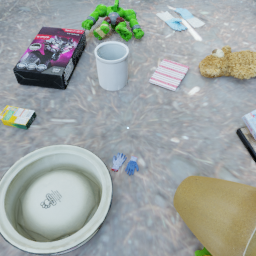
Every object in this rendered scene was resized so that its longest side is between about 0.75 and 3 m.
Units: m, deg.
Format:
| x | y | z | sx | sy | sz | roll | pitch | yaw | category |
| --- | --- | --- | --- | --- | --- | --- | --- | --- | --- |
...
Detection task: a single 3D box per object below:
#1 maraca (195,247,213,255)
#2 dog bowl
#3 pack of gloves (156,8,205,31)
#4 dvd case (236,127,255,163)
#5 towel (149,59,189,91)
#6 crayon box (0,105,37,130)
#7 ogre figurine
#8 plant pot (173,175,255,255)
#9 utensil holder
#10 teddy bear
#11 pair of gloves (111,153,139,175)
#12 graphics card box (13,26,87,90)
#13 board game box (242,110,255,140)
| x | y | z | sx | sy | sz | roll | pitch | yaw | category |
| --- | --- | --- | --- | --- | --- | --- | --- | --- | --- |
| 1.722 | 3.039 | 5.883 | 0.971 | 0.758 | 1.417 | -6 | 22 | 27 | maraca |
| -1.700 | 1.765 | 6.806 | 2.733 | 1.008 | 2.733 | 0 | 51 | 0 | dog bowl |
| 2.441 | -5.159 | 12.970 | 1.543 | 0.363 | 1.837 | -24 | 54 | -17 | pack of gloves |
| 4.593 | 0.856 | 8.053 | 1.879 | 0.231 | 2.634 | -11 | 51 | -10 | dvd case |
| 1.550 | -1.981 | 10.451 | 1.066 | 0.218 | 1.457 | 23 | 56 | 18 | towel |
| -3.578 | -0.346 | 9.035 | 1.019 | 0.263 | 0.640 | 12 | 51 | 9 | crayon box |
| -0.550 | -4.573 | 11.944 | 2.522 | 1.237 | 1.512 | 0 | 61 | 15 | ogre figurine |
| 2.020 | 1.854 | 6.033 | 1.836 | 1.836 | 1.970 | -35 | 37 | -25 | plant pot |
| -0.542 | -2.152 | 9.831 | 1.142 | 1.344 | 1.142 | 0 | 51 | 0 | utensil holder |
| 4.111 | -2.463 | 10.361 | 2.844 | 0.949 | 2.062 | 11 | 49 | 9 | teddy bear |
| -0.067 | 1.025 | 8.008 | 0.816 | 0.093 | 0.656 | 14 | 52 | 9 | pair of gloves |
| -2.870 | -2.773 | 10.735 | 1.855 | 0.752 | 2.957 | 9 | 52 | 7 | graphics card box |
| 4.141 | -0.086 | 8.121 | 1.196 | 0.247 | 1.199 | -26 | 78 | -8 | board game box |
